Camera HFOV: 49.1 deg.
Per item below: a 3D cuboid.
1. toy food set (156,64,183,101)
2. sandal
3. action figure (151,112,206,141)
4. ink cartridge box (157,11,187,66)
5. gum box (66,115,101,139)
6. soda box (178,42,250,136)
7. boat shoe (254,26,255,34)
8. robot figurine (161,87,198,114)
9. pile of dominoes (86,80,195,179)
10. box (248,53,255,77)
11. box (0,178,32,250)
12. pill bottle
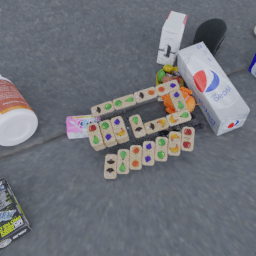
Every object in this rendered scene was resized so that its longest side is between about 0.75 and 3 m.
[{"bbox_3d":[1.408,-1.610,9.246,0.910,0.505,1.547,2,54,1],"label":"toy food set"},{"bbox_3d":[2.790,-2.820,10.126,1.046,0.666,2.784,18,69,15],"label":"sandal"},{"bbox_3d":[1.401,0.052,7.876,1.515,0.773,0.901,-28,76,-22],"label":"action figure"},{"bbox_3d":[1.505,-3.058,9.709,0.619,1.477,1.066,18,56,8],"label":"ink cartridge box"},{"bbox_3d":[-1.310,-0.045,8.211,1.024,0.339,0.581,-5,55,-3],"label":"gum box"},{"bbox_3d":[2.463,-1.239,8.482,0.890,0.958,2.806,-21,62,-2],"label":"soda box"},{"bbox_3d":[5.745,-3.689,10.766,1.701,0.635,0.789,24,48,10],"label":"boat shoe"},{"bbox_3d":[1.558,-0.798,8.573,1.136,0.662,0.817,32,50,21],"label":"robot figurine"},{"bbox_3d":[0.345,-0.062,7.430,2.776,0.442,2.164,-19,68,1],"label":"pile of dominoes"},{"bbox_3d":[5.226,-1.973,9.282,1.519,0.867,1.652,-22,57,-14],"label":"box"},{"bbox_3d":[-3.430,2.251,6.482,1.861,0.412,1.491,-31,59,-20],"label":"box"},{"bbox_3d":[-3.673,-0.666,8.090,1.276,1.276,2.275,-31,60,-21],"label":"pill bottle"}]
